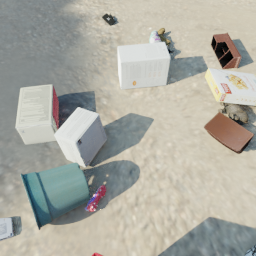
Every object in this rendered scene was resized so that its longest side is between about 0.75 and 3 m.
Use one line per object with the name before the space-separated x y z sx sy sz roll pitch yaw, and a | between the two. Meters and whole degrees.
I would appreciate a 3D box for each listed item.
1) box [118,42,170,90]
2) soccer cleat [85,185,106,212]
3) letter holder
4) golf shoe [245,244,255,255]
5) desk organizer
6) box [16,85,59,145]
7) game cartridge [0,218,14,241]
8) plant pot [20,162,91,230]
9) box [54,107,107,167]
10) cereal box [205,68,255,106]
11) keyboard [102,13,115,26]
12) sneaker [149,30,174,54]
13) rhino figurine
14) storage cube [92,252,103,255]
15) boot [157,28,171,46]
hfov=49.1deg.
box | 0.609 -2.555 11.581 1.978 1.506 1.052 -6 53 -5
soccer cleat | -1.016 2.186 8.795 0.369 0.322 0.965 -6 39 34
letter holder | 3.461 0.305 9.942 1.031 0.730 1.451 -39 62 -23
golf shoe | 3.574 3.434 7.753 0.974 0.460 0.379 -39 63 -23
desk organizer | 4.468 -3.557 12.886 0.709 0.660 1.842 -7 53 -3
box | -3.270 -0.517 10.326 1.245 1.061 1.948 -7 54 -4
game cartridge | -3.876 3.025 8.236 0.966 0.195 0.644 -14 58 -11
plant pot | -2.087 1.866 8.276 1.651 1.686 1.686 -18 55 -21
box | -1.540 0.315 9.448 0.903 1.374 1.382 19 55 25
cereal box | 4.466 -1.605 11.067 2.480 0.490 1.784 5 42 -10
keyboard | -0.966 -5.765 14.889 0.502 0.191 0.964 -38 60 2
sneaker | 1.561 -3.785 13.094 1.237 0.687 1.769 11 63 6
rhino figurine | 3.942 -0.823 10.868 0.852 0.583 1.949 -7 51 -18
storage cube | -0.022 4.419 5.504 2.328 2.448 2.723 15 52 27
boot | 1.765 -4.427 13.759 0.865 0.326 0.987 -37 60 -10
